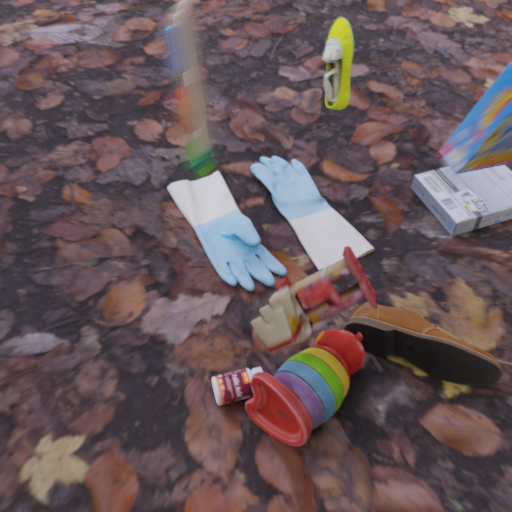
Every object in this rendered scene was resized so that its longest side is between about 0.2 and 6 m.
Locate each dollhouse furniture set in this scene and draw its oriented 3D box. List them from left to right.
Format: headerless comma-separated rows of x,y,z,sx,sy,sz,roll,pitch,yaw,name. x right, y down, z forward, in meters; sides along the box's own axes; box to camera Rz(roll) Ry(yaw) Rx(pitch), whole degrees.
0.871,0.685,7.443,1.177,0.889,2.187,-28,4,17,dollhouse furniture set

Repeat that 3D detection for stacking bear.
0.943,1.888,8.777,1.145,1.223,2.013,36,50,23,stacking bear

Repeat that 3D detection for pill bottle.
-0.273,2.069,8.958,0.810,0.462,0.462,-13,49,-11,pill bottle

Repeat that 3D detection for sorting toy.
-1.088,-2.518,9.359,0.443,3.012,2.227,-9,31,-2,sorting toy

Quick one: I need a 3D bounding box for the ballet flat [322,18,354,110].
1.318,-3.122,9.248,0.488,1.457,0.487,-22,33,-30,ballet flat

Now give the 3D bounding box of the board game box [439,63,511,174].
3.900,-2.060,8.300,1.741,1.705,0.487,-13,62,-27,board game box

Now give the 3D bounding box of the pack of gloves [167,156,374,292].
0.191,-0.994,11.580,3.058,0.718,3.640,-21,52,-17,pack of gloves

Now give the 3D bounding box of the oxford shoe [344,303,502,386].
2.828,1.359,9.359,2.550,0.910,0.909,21,44,19,oxford shoe

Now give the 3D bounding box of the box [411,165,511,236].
4.692,-1.350,12.082,2.094,0.431,1.633,-17,51,-13,box
